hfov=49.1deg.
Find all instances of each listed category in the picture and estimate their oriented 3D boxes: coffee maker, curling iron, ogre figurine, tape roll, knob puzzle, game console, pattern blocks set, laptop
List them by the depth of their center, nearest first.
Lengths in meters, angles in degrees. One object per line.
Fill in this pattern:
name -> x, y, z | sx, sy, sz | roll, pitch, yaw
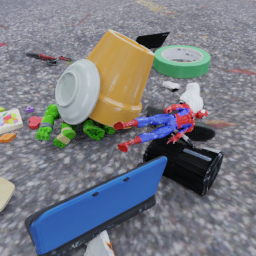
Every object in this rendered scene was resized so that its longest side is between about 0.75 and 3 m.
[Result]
game console -> -0.833, 1.428, 6.100 | 2.815, 1.666, 2.403 | -20, 23, -26
knob puzzle -> -3.835, 1.873, 7.152 | 2.039, 0.283, 2.039 | 0, 36, 0
coffee maker -> 1.441, 1.062, 7.714 | 1.847, 1.244, 1.774 | 24, 72, 31
ogre figurine -> -1.737, -0.270, 9.351 | 2.519, 1.236, 1.510 | -18, 50, -5
pattern blocks set -> -4.554, -0.195, 10.072 | 2.640, 0.214, 2.320 | -28, 44, -32
tape roll -> 2.685, -3.391, 14.111 | 2.765, 0.665, 2.765 | 0, 36, 0
curling iron -> -4.639, -3.750, 14.893 | 2.483, 0.317, 0.615 | 24, 43, 29
laptop -> 0.938, -5.158, 16.119 | 2.011, 1.172, 2.269 | -14, 38, -19

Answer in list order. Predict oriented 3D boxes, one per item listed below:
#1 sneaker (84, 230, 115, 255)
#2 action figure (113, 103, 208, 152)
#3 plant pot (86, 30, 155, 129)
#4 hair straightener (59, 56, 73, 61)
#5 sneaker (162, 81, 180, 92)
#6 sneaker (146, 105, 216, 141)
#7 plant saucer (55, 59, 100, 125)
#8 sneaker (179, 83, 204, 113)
sneaker -> -0.576, 2.742, 5.861 | 0.618, 0.509, 1.344 | -17, 31, -11
action figure -> 0.992, -0.090, 7.054 | 2.699, 0.883, 0.698 | -16, 5, -30
plant pot -> -0.423, -1.727, 9.310 | 2.693, 2.466, 2.693 | 26, 20, -11
hair straightener -> -3.268, -3.737, 14.992 | 0.883, 0.181, 0.340 | 16, 39, 20
sneaker -> 1.850, -1.803, 12.222 | 0.783, 0.295, 0.450 | 10, 35, 10
sneaker -> 1.762, -0.223, 9.677 | 2.370, 0.712, 1.236 | 2, 41, 9
plant saucer -> -1.683, -1.135, 8.451 | 0.512, 2.039, 2.039 | 13, 19, -46
sneaker -> 2.425, -1.178, 11.017 | 0.892, 0.763, 2.049 | -2, 35, 6
